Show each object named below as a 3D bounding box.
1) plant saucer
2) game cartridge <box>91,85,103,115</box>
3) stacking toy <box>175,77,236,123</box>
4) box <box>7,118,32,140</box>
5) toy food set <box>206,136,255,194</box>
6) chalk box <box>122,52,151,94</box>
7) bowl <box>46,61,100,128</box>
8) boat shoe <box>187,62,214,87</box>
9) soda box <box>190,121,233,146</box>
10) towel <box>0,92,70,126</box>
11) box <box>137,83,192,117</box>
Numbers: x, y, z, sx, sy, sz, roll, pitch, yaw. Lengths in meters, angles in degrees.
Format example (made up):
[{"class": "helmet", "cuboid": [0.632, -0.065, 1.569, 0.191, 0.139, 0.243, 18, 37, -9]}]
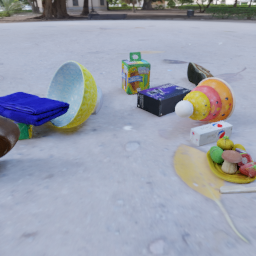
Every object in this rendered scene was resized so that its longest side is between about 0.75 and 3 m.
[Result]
[{"class": "plant saucer", "cuboid": [-3.961, 0.431, 6.970, 2.469, 2.469, 0.396, -11, 65, -22]}, {"class": "game cartridge", "cuboid": [-2.004, -1.291, 12.288, 1.793, 0.559, 2.693, -6, 27, -3]}, {"class": "stacking toy", "cuboid": [2.456, -0.759, 9.724, 2.328, 1.701, 1.701, -20, 33, -39]}, {"class": "box", "cuboid": [-4.435, -0.474, 10.398, 1.755, 0.723, 2.991, -6, 25, -13]}, {"class": "toy food set", "cuboid": [2.943, 0.828, 7.712, 1.303, 0.723, 2.215, 1, 26, 3]}, {"class": "chalk box", "cuboid": [0.370, -2.710, 13.566, 1.161, 1.859, 1.152, -8, 27, -16]}, {"class": "bowl", "cuboid": [-1.841, -1.103, 10.315, 1.304, 2.424, 2.424, 13, 11, -45]}, {"class": "boat shoe", "cuboid": [3.875, -2.758, 14.869, 0.944, 0.967, 2.555, 1, 34, -11]}, {"class": "soda box", "cuboid": [2.784, 0.166, 9.357, 1.436, 0.457, 0.489, -13, 29, -24]}, {"class": "towel", "cuboid": [-3.391, -0.773, 9.586, 2.327, 0.577, 1.718, 15, 30, 27]}, {"class": "box", "cuboid": [1.551, -1.241, 11.882, 1.953, 0.770, 1.379, -20, 36, -35]}]
